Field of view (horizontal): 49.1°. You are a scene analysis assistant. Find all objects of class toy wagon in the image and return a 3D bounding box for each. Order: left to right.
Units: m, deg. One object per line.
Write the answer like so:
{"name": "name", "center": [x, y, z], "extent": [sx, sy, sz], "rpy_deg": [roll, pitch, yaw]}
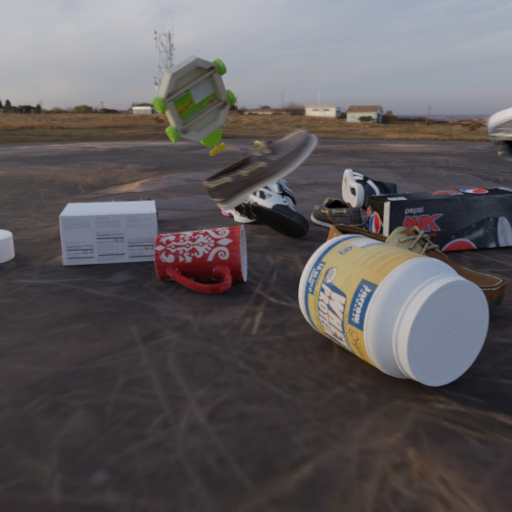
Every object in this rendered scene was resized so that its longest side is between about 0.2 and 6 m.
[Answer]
{"name": "toy wagon", "center": [-1.440, -3.644, 14.046], "extent": [1.982, 2.554, 0.505], "rpy_deg": [-37, 48, -14]}

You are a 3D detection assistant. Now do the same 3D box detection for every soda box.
{"name": "soda box", "center": [4.151, -0.774, 12.142], "extent": [3.463, 1.225, 1.097], "rpy_deg": [-5, 13, -14]}

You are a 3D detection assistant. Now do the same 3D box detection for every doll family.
{"name": "doll family", "center": [-3.090, -1.144, 14.474], "extent": [1.156, 0.785, 2.001], "rpy_deg": [-9, 14, -14]}

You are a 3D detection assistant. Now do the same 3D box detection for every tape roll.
{"name": "tape roll", "center": [-5.661, -0.166, 11.339], "extent": [1.398, 0.489, 1.398], "rpy_deg": [-1, 16, 0]}

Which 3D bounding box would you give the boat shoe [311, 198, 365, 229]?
{"name": "boat shoe", "center": [2.041, -1.074, 14.196], "extent": [0.885, 0.733, 2.465], "rpy_deg": [-3, 16, -12]}

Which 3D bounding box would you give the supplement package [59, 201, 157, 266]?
{"name": "supplement package", "center": [-2.981, -0.514, 11.578], "extent": [1.847, 1.024, 1.439], "rpy_deg": [-2, 16, -11]}

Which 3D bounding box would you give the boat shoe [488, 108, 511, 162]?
{"name": "boat shoe", "center": [4.348, -1.926, 9.287], "extent": [0.841, 0.795, 2.344], "rpy_deg": [19, 5, 4]}

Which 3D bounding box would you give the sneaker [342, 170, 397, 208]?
{"name": "sneaker", "center": [3.600, -2.028, 17.594], "extent": [1.481, 0.967, 2.647], "rpy_deg": [3, 23, -3]}

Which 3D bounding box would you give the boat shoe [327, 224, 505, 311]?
{"name": "boat shoe", "center": [2.333, 0.125, 8.994], "extent": [3.093, 1.142, 1.170], "rpy_deg": [12, 19, 38]}

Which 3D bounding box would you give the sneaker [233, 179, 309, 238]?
{"name": "sneaker", "center": [0.478, -1.359, 13.570], "extent": [1.249, 1.046, 2.822], "rpy_deg": [-46, 41, -11]}

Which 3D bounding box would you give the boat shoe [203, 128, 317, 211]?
{"name": "boat shoe", "center": [0.036, -1.434, 8.770], "extent": [1.923, 0.572, 0.691], "rpy_deg": [-31, 28, 23]}

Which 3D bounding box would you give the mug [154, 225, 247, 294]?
{"name": "mug", "center": [-0.974, 0.023, 9.750], "extent": [1.519, 1.013, 1.348], "rpy_deg": [-2, 13, 5]}

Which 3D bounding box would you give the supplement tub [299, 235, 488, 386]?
{"name": "supplement tub", "center": [1.577, 0.595, 6.723], "extent": [1.421, 1.421, 1.964], "rpy_deg": [-8, 17, -27]}

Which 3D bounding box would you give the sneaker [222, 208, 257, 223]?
{"name": "sneaker", "center": [-0.343, -1.464, 15.302], "extent": [0.855, 0.919, 2.128], "rpy_deg": [-12, 20, -34]}
